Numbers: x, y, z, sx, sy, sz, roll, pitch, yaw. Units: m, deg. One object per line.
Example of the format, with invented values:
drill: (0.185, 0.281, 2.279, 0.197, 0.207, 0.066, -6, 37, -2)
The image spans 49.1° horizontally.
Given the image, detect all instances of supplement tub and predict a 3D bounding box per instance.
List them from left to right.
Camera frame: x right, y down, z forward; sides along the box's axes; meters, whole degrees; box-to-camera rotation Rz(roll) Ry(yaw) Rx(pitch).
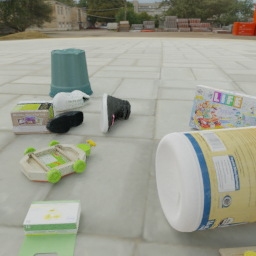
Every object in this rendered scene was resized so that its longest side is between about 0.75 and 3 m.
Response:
supplement tub: (2.165, 1.010, 5.998, 2.788, 2.016, 2.016, -4, 23, -10)

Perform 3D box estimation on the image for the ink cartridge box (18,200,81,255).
ink cartridge box: (-1.580, 2.066, 5.710, 1.083, 0.357, 1.489, -1, 21, -3)

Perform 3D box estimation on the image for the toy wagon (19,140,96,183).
toy wagon: (-1.954, 0.894, 8.339, 2.275, 0.450, 1.765, -17, 28, -36)

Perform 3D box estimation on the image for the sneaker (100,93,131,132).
sneaker: (-0.465, -0.594, 11.328, 1.259, 0.897, 2.538, 11, 31, -9)

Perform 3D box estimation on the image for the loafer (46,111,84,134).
loafer: (-2.521, -0.244, 10.772, 0.717, 0.721, 1.982, 8, 14, 24)

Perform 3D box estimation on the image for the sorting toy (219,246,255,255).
sorting toy: (2.439, 2.477, 4.674, 2.675, 0.364, 1.506, -2, 23, -4)

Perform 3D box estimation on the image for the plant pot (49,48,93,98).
plant pot: (-3.135, -2.994, 15.121, 2.396, 2.347, 2.396, 1, 23, 0)

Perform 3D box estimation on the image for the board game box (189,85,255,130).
board game box: (3.446, -0.516, 10.047, 2.405, 1.617, 0.412, 21, 23, 39)

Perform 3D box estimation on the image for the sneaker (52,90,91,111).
sneaker: (-2.618, -1.290, 13.103, 0.894, 0.784, 2.230, 16, 27, 28)

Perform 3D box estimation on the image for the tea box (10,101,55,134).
tea box: (-3.622, -0.437, 10.863, 1.374, 0.918, 1.352, -1, 23, -4)
